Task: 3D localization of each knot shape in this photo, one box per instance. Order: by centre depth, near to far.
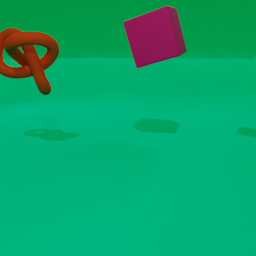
[{"bbox_3d":[-2.448,-1.638,6.499,1.638,1.750,0.809,22,52,9],"label":"knot shape"}]

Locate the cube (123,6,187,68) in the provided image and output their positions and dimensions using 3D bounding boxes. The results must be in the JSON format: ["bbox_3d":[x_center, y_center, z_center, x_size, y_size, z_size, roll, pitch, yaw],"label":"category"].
[{"bbox_3d":[0.727,-2.288,7.084,1.148,1.148,1.148,-12,15,23],"label":"cube"}]
